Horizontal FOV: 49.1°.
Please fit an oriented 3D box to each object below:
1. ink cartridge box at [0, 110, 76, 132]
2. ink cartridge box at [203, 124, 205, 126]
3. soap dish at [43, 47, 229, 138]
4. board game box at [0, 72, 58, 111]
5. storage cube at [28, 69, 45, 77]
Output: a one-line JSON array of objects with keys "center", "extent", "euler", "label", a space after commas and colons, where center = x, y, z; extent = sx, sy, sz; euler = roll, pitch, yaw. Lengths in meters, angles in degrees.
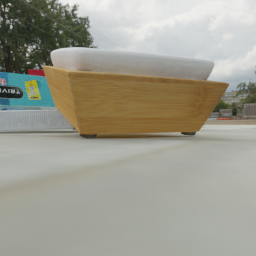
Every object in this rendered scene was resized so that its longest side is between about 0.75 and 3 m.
[{"center": [-1.167, -0.097, 4.129], "extent": [1.482, 0.301, 1.479], "euler": [0, 1, -8], "label": "ink cartridge box"}, {"center": [2.536, -0.942, 14.050], "extent": [1.042, 1.731, 2.382], "euler": [-1, 1, -45], "label": "ink cartridge box"}, {"center": [-0.095, -0.400, 2.803], "extent": [1.318, 0.680, 1.675], "euler": [-1, 13, -22], "label": "soap dish"}, {"center": [-3.084, -0.479, 5.534], "extent": [2.843, 0.667, 2.146], "euler": [-1, -10, -36], "label": "board game box"}, {"center": [-3.562, -1.360, 13.903], "extent": [2.879, 2.588, 2.461], "euler": [-1, 1, -15], "label": "storage cube"}]
